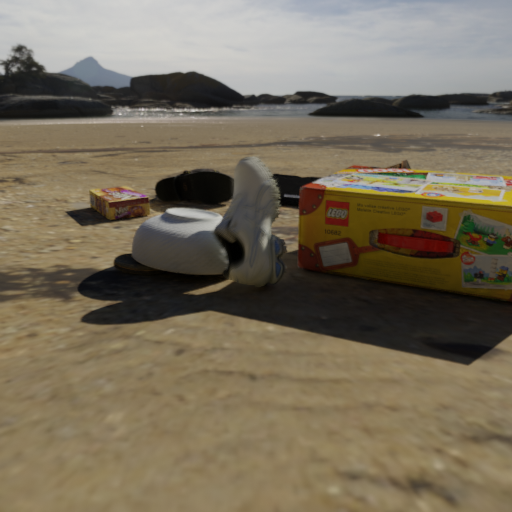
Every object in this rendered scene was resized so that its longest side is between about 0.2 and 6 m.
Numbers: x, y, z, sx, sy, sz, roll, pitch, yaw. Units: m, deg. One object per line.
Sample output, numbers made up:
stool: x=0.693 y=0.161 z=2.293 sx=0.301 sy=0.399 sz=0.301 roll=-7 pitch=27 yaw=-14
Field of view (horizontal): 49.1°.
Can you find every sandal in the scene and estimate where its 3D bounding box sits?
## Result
sandal: x=-1.440 y=-0.038 z=9.390 sx=1.960 sy=0.529 sz=0.787 roll=-2 pitch=13 yaw=17

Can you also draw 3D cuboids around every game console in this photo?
game console: x=1.251 y=-1.580 z=15.022 sx=1.817 sy=1.057 sz=1.598 roll=8 pitch=49 yaw=24

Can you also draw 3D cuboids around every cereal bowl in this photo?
cereal bowl: x=-1.094 y=-0.330 z=9.583 sx=1.996 sy=0.831 sz=1.996 roll=7 pitch=13 yaw=-2

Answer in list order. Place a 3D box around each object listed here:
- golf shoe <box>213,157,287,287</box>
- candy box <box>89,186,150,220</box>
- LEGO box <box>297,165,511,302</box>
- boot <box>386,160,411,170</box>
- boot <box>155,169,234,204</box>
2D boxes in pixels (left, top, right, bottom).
golf shoe: x=-0.184 y=-0.585 z=8.646 sx=1.041 sy=2.142 sz=0.839 roll=1 pitch=-20 yaw=-33
candy box: x=-3.350 y=-1.303 z=13.633 sx=0.996 sy=0.482 sz=1.708 roll=-10 pitch=19 yaw=-28
LEGO box: x=2.986 y=-0.551 z=9.589 sx=3.776 sy=1.457 sz=2.812 roll=9 pitch=20 yaw=26
boot: x=3.458 y=-1.784 z=14.442 sx=1.244 sy=1.214 sz=3.297 roll=-10 pitch=8 yaw=11
boot: x=-1.428 y=-2.084 z=15.480 sx=2.485 sy=0.860 sz=2.164 roll=2 pitch=18 yaw=16
